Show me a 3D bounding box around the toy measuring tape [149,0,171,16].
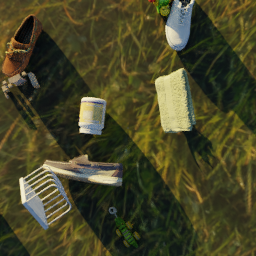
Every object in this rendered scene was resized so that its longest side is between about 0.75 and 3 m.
[{"bbox_3d":[0.984,-5.082,9.456,0.952,0.952,2.588,-14,87,-1],"label":"toy measuring tape"}]

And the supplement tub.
[{"bbox_3d":[-1.176,-0.380,9.244,0.826,0.826,1.136,6,87,0],"label":"supplement tub"}]

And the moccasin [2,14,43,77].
[{"bbox_3d":[-3.560,-2.725,9.351,0.806,0.851,2.204,31,87,2],"label":"moccasin"}]

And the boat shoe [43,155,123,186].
[{"bbox_3d":[-1.435,1.306,9.161,2.624,0.944,0.850,10,74,5],"label":"boat shoe"}]

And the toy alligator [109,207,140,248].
[{"bbox_3d":[-0.151,3.342,9.272,0.531,0.385,1.602,-37,88,-2],"label":"toy alligator"}]

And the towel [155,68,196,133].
[{"bbox_3d":[1.327,-0.732,8.070,0.318,1.293,1.742,-6,87,-33],"label":"towel"}]

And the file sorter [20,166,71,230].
[{"bbox_3d":[-2.335,1.865,7.943,0.928,1.491,1.034,-34,115,-12],"label":"file sorter"}]

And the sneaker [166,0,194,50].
[{"bbox_3d":[1.756,-3.832,9.424,0.845,0.819,2.314,4,87,0],"label":"sneaker"}]

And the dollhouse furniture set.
[{"bbox_3d":[-3.678,-1.421,9.423,1.143,0.592,0.506,-25,86,-1],"label":"dollhouse furniture set"}]
